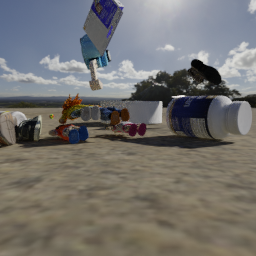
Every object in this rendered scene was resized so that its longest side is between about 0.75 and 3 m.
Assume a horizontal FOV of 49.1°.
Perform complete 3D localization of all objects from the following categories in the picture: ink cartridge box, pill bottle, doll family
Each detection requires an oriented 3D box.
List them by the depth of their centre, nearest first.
[{"bbox_3d":[-0.588,-2.651,7.011,0.276,1.260,1.272,-5,52,-40],"label":"ink cartridge box"},{"bbox_3d":[2.192,-0.304,7.710,1.162,1.162,2.091,-5,7,-44],"label":"pill bottle"},{"bbox_3d":[-0.878,-0.357,7.889,2.774,1.250,1.722,-3,6,-31],"label":"doll family"},{"bbox_3d":[-3.934,-0.187,9.017,1.295,0.708,0.708,3,6,32],"label":"pill bottle"}]

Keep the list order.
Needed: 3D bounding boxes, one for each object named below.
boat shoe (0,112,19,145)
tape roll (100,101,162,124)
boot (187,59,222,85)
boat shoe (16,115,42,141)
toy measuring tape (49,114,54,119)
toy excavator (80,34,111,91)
[{"bbox_3d":[-3.106,0.051,6.719,0.741,0.781,2.063,-5,-3,-16],"label":"boat shoe"},{"bbox_3d":[0.138,-0.777,13.470,3.006,1.051,3.006,0,6,0],"label":"tape roll"},{"bbox_3d":[3.478,-2.408,12.881,1.753,0.607,1.526,44,-2,14],"label":"boot"},{"bbox_3d":[-2.724,-0.041,7.851,0.593,0.630,1.753,3,6,-13],"label":"boat shoe"},{"bbox_3d":[-4.655,-0.719,17.165,0.285,0.285,0.774,0,5,-4],"label":"toy measuring tape"},{"bbox_3d":[-1.363,-2.684,11.121,1.101,2.143,2.204,-9,17,9],"label":"toy excavator"}]
